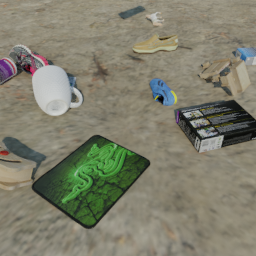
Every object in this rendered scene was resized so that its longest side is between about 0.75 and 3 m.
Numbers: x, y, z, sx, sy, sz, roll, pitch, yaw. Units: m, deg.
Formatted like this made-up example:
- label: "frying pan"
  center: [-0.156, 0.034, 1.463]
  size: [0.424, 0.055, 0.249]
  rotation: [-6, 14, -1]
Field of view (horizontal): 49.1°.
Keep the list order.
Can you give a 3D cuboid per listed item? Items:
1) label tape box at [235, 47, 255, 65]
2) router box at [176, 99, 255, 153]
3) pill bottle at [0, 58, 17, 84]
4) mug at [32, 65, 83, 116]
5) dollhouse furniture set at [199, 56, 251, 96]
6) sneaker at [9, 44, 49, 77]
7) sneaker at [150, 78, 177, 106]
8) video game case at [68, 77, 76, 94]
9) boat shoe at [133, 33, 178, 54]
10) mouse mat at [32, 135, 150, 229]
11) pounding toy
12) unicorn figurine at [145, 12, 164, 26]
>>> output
- label: "label tape box"
  center: [4.765, -2.709, 10.539]
  size: [1.134, 0.375, 0.812]
  rotation: [-3, 40, -8]
- label: "router box"
  center: [2.323, -0.099, 7.236]
  size: [1.751, 0.447, 1.306]
  rotation: [-11, 40, -13]
- label: "pill bottle"
  center: [-4.255, -1.784, 9.148]
  size: [0.662, 0.662, 1.178]
  rotation: [16, 41, 19]
- label: "mug"
  center: [-1.953, -0.962, 7.974]
  size: [1.391, 1.027, 1.219]
  rotation: [8, 43, -34]
- label: "dollhouse furniture set"
  center: [2.996, -1.604, 9.295]
  size: [1.487, 0.851, 1.744]
  rotation: [-40, 25, -28]
- label: "sneaker"
  center: [-3.594, -2.366, 9.809]
  size: [1.881, 0.758, 0.702]
  rotation: [27, 48, 28]
- label: "sneaker"
  center: [0.929, -1.106, 8.483]
  size: [0.528, 0.444, 1.346]
  rotation: [-15, 42, -20]
- label: "video game case"
  center: [-2.273, -1.393, 9.110]
  size: [1.037, 0.114, 0.945]
  rotation: [1, 39, 0]
- label: "boat shoe"
  center: [1.082, -3.430, 11.144]
  size: [1.873, 0.713, 0.671]
  rotation: [-11, 40, -13]
- label: "mouse mat"
  center: [-0.762, 1.015, 6.174]
  size: [1.758, 0.082, 2.185]
  rotation: [24, 44, 27]
- label: "pounding toy"
  center: [-2.856, 0.923, 6.004]
  size: [1.699, 0.974, 0.971]
  rotation: [18, 14, 8]
- label: "unicorn figurine"
  center: [1.311, -5.403, 13.798]
  size: [0.800, 0.430, 1.165]
  rotation: [-9, 43, -2]
